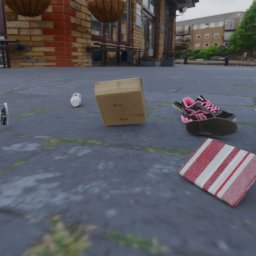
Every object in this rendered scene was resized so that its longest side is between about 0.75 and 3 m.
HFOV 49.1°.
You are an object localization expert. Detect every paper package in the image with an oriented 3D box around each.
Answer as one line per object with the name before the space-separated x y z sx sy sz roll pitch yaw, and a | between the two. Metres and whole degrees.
paper package | -0.202 -0.803 8.908 1.452 1.384 0.751 -6 41 8

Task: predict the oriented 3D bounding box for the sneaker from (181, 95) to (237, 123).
sneaker | 2.451 -0.541 8.866 0.800 0.966 2.026 -27 26 -32

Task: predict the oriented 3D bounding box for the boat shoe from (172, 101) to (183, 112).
boat shoe | 2.107 -0.806 10.851 0.770 0.250 0.282 20 43 -8

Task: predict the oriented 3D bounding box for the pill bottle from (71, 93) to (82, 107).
pill bottle | -2.327 -1.243 12.540 0.459 0.459 0.817 -1 22 -4

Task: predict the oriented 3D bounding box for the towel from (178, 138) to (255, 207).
towel | 1.627 0.720 4.960 0.964 0.152 1.338 -46 32 -11

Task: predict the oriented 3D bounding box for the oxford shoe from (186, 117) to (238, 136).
oxford shoe | 2.394 -0.072 7.925 1.422 0.507 0.507 4 11 36

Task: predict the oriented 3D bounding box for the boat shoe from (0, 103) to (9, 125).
boat shoe | -3.862 -0.422 8.696 0.273 0.800 0.295 -6 46 -28
